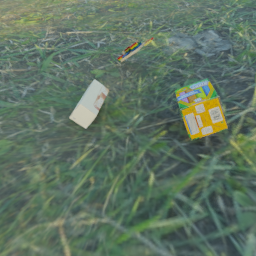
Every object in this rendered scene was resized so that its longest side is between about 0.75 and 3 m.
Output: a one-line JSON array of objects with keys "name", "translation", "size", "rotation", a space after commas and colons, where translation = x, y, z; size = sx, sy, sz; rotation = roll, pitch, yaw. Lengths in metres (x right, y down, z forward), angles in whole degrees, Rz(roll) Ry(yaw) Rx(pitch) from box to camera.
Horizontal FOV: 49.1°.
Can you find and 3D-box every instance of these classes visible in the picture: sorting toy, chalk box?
[{"name": "sorting toy", "translation": [0.172, -3.068, 10.859], "size": [1.855, 0.314, 0.894], "rotation": [-25, 19, 34]}, {"name": "chalk box", "translation": [2.006, -0.639, 7.970], "size": [1.052, 1.059, 1.697], "rotation": [-20, 26, 13]}]

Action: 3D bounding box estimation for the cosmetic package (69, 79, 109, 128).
[{"name": "cosmetic package", "translation": [-1.151, -0.754, 8.558], "size": [0.617, 0.731, 1.413], "rotation": [35, 40, -13]}]
